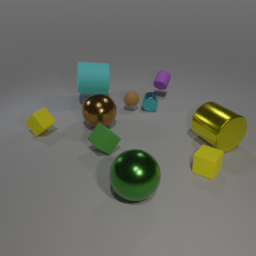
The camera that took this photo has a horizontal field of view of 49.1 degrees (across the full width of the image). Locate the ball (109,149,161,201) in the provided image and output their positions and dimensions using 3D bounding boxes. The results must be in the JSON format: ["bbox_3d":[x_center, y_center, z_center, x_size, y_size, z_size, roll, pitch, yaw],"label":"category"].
[{"bbox_3d":[0.194,1.277,7.653,1.400,1.400,1.400,0,29,0],"label":"ball"}]

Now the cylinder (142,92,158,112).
[{"bbox_3d":[1.018,-1.210,12.863,0.700,0.700,0.700,2,29,4],"label":"cylinder"}]

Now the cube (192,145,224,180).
[{"bbox_3d":[2.499,1.058,8.783,0.700,0.700,0.700,19,34,32],"label":"cube"}]

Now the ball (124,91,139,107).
[{"bbox_3d":[0.158,-1.316,12.615,0.700,0.700,0.700,0,29,0],"label":"ball"}]

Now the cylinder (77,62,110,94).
[{"bbox_3d":[-1.634,-2.320,13.032,1.400,1.400,1.400,0,29,-12],"label":"cylinder"}]

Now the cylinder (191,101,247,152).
[{"bbox_3d":[3.250,-0.069,10.072,1.400,1.400,1.400,-14,32,-23],"label":"cylinder"}]

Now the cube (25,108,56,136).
[{"bbox_3d":[-3.385,-0.239,10.833,0.700,0.700,0.700,-33,6,38],"label":"cube"}]

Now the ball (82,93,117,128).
[{"bbox_3d":[-1.150,-0.686,11.224,1.400,1.400,1.400,0,29,0],"label":"ball"}]

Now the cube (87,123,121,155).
[{"bbox_3d":[-0.821,0.376,9.668,0.700,0.700,0.700,35,1,-46],"label":"cube"}]

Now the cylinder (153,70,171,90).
[{"bbox_3d":[1.697,-2.368,13.887,0.700,0.700,0.700,13,65,22],"label":"cylinder"}]
